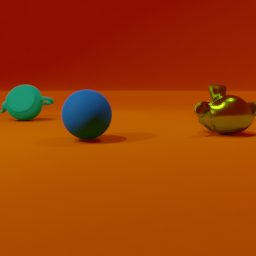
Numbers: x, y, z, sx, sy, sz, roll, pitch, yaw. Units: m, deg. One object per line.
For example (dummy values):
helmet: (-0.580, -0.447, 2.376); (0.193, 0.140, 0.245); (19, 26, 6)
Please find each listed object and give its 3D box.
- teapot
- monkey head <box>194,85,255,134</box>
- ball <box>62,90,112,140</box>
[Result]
teapot: (-3.692, -0.829, 9.991); (2.085, 1.296, 1.021); (-9, -18, 0)
monkey head: (2.466, -0.541, 7.054); (1.958, 1.408, 1.180); (0, -11, -8)
ball: (-0.898, -0.293, 6.156); (1.094, 1.094, 1.094); (0, 8, 0)
